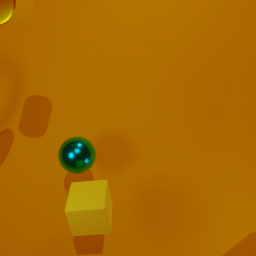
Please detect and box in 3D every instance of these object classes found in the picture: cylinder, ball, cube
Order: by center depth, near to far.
[{"bbox_3d":[-2.344,-2.381,5.225,0.883,0.883,0.883,1,112,3],"label":"cylinder"},{"bbox_3d":[-0.760,1.616,5.689,0.772,0.772,0.772,-5,123,3],"label":"cube"},{"bbox_3d":[-1.238,0.659,6.830,0.914,0.914,0.914,0,86,0],"label":"ball"}]
